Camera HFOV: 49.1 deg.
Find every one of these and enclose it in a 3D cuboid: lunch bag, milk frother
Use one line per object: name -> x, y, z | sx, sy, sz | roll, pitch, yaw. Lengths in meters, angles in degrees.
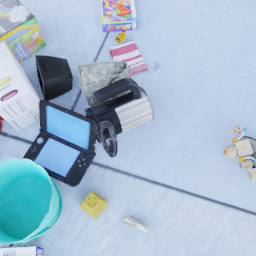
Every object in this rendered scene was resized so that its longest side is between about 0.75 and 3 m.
lunch bag -> -0.812, -1.774, 11.002 | 1.968, 1.614, 1.157 | -12, 67, 0
milk frother -> -0.108, -0.247, 10.013 | 2.298, 2.205, 2.443 | -24, 66, -10

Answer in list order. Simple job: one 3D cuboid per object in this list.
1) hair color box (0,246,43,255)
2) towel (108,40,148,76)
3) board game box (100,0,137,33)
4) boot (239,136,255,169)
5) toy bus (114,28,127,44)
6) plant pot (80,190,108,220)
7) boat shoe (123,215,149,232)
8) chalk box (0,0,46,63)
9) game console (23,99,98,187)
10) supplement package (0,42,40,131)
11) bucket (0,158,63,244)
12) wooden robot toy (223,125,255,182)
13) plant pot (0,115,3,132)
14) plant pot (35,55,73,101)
hair color box -> -3.495, 5.098, 8.252 | 1.612, 0.956, 2.948 | -2, 67, 0
towel -> -0.016, -3.103, 12.448 | 1.280, 0.202, 1.776 | -19, 66, -9
board game box -> -0.496, -5.752, 13.476 | 1.630, 0.543, 2.424 | -5, 65, -2
boot -> 4.671, 0.991, 10.383 | 1.458, 0.494, 0.952 | 33, 68, 11
toy bus -> -0.258, -4.142, 12.700 | 0.729, 0.688, 0.377 | -37, 103, 13
plant pot -> -1.182, 2.569, 9.520 | 0.737, 0.754, 0.732 | 35, 70, 14
boat shoe -> 0.253, 3.298, 9.437 | 0.899, 0.336, 0.307 | 24, 70, 21
chalk box -> -5.399, -3.807, 11.878 | 2.994, 1.854, 1.863 | -40, 73, -16
game console -> -2.486, 0.534, 9.921 | 2.476, 1.441, 2.177 | 22, 68, 18
supplement package -> -4.462, -1.543, 10.702 | 1.401, 1.967, 2.526 | -31, 69, -9
bucket -> -3.458, 2.416, 9.069 | 2.622, 1.706, 2.622 | 0, 66, 0
wooden robot toy -> 3.874, 0.916, 9.999 | 0.968, 0.940, 2.133 | -12, 72, -2
plant pot -> -5.728, -0.296, 10.404 | 1.692, 1.740, 1.740 | 11, 66, -2
plant pot -> -2.977, -2.090, 11.420 | 1.235, 1.388, 1.392 | -14, 65, -20
